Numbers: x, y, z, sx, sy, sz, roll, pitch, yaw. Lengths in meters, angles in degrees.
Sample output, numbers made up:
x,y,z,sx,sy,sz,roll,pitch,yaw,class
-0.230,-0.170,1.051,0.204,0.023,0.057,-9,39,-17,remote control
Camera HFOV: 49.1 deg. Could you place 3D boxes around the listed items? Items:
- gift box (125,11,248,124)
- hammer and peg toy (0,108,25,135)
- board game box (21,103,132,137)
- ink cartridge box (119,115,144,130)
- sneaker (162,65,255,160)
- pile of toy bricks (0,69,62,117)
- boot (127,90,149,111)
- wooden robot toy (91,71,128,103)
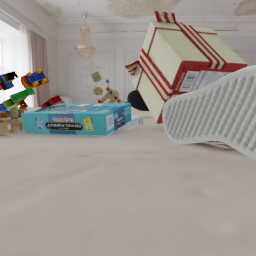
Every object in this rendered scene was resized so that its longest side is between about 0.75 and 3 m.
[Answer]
x,y,z,sx,sy,sz,roll,pitch,yaw,class
1.498,-1.825,8.445,2.708,2.499,2.529,2,42,-25,gift box
-2.777,-0.157,5.910,1.057,0.507,1.437,-1,5,-9,hammer and peg toy
-1.039,-0.220,6.028,1.876,0.440,1.416,1,13,21,board game box
-0.278,-0.042,6.809,1.085,0.272,0.880,-21,13,-19,ink cartridge box
1.537,-0.215,3.504,1.056,1.043,2.659,-8,6,-23,sneaker
-3.492,-0.659,8.294,1.476,1.659,2.990,-29,7,31,pile of toy bricks
1.648,-1.131,13.068,2.632,0.957,2.796,2,-2,28,boot
-0.790,-1.361,11.748,0.964,2.187,0.992,-40,6,11,wooden robot toy
